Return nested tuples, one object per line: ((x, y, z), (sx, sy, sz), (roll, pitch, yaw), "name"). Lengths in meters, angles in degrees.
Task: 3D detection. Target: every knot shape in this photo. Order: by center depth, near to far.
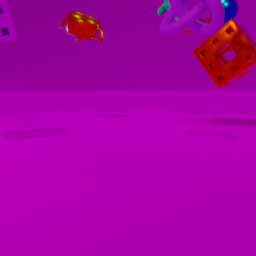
((1.223, -2.214, 5.142), (0.634, 1.373, 1.285), (-9, 42, -48), "knot shape")

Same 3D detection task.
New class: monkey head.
((1.488, -4.139, 9.681), (0.682, 1.132, 0.815), (11, -31, -37), "monkey head")

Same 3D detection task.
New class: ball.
((3.558, -4.360, 10.374), (1.008, 1.008, 1.008), (0, 8, 0), "ball")

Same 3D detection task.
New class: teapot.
((-1.516, -3.254, 9.080), (1.854, 0.908, 1.153), (29, 20, 19), "teapot")

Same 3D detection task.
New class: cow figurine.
((2.495, -3.773, 10.428), (1.327, 0.728, 1.306), (-9, 43, 25), "cow figurine")

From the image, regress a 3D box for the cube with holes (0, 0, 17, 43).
((-3.019, -2.300, 5.329), (1.178, 1.178, 1.178), (-24, 43, -27), "cube with holes")

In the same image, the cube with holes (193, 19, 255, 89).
((2.934, -2.055, 8.000), (1.297, 1.297, 1.297), (-38, -12, 32), "cube with holes")
